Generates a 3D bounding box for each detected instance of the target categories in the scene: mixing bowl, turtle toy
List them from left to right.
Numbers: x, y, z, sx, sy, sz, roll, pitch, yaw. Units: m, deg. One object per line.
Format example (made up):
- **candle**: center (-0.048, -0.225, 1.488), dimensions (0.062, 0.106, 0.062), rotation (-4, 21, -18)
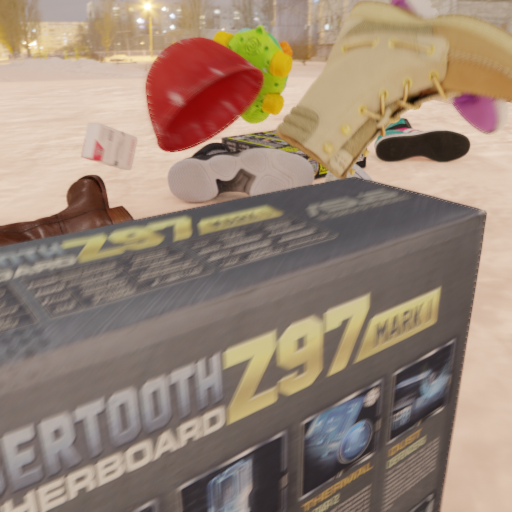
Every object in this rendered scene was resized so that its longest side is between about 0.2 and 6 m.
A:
- **mixing bowl**: center (-1.043, -2.791, 9.248), dimensions (2.089, 1.132, 2.089), rotation (-35, -7, -5)
- **turtle toy**: center (-0.027, -3.381, 10.638), dimensions (1.544, 2.118, 1.071), rotation (25, 50, 11)

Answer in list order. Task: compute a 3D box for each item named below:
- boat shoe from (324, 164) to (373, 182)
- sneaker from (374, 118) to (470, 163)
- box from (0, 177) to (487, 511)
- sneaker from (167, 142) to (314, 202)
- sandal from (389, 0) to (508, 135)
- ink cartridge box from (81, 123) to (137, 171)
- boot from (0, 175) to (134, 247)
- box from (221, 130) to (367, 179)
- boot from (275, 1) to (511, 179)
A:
- **boat shoe**: center (1.830, -1.209, 11.786), dimensions (1.128, 0.977, 2.645), rotation (-10, 34, -15)
- **sneaker**: center (4.983, -3.547, 17.230), dimensions (2.781, 1.163, 1.679), rotation (0, 32, 4)
- **box**: center (-0.575, 1.383, 2.531), dimensions (3.729, 2.940, 0.951), rotation (-17, 28, -34)
- **sneaker**: center (-0.347, -2.090, 13.303), dimensions (3.335, 1.258, 1.898), rotation (-2, 24, 1)
- **sandal**: center (2.366, -2.497, 7.429), dimensions (0.626, 1.036, 2.547), rotation (-27, 64, 1)
- **ink cartridge box**: center (-2.692, -2.001, 10.314), dimensions (0.378, 0.649, 0.896), rotation (12, 0, 38)
- **boot**: center (-4.164, -0.402, 9.620), dimensions (3.501, 1.125, 3.263), rotation (-17, 26, -27)
- **box**: center (1.063, -3.014, 16.310), dimensions (2.729, 0.754, 3.406), rotation (-19, 29, -38)
- **boot**: center (1.573, -1.703, 6.342), dimensions (2.629, 2.044, 0.957), rotation (35, 0, 38)
